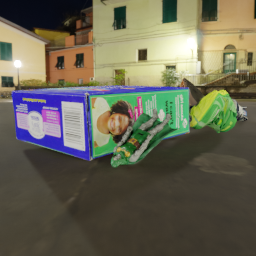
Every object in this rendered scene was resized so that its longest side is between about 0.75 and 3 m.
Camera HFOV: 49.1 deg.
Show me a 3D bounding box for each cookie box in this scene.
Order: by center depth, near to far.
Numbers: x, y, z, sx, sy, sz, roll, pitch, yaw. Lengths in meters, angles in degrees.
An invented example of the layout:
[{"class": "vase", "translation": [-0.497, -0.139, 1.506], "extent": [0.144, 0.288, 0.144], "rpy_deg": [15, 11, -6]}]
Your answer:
[{"class": "cookie box", "translation": [-0.433, -0.298, 5.432], "extent": [2.272, 0.998, 2.657], "rpy_deg": [9, 14, 43]}]

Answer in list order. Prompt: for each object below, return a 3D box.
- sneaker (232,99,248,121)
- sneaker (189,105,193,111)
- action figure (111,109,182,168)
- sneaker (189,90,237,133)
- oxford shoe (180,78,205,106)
[{"class": "sneaker", "translation": [3.765, -0.602, 9.614], "extent": [0.858, 0.554, 1.581], "rpy_deg": [3, -11, 7]}, {"class": "sneaker", "translation": [0.925, -0.426, 7.352], "extent": [1.878, 0.619, 0.736], "rpy_deg": [2, 11, -14]}, {"class": "action figure", "translation": [0.161, 0.158, 3.899], "extent": [0.686, 0.318, 1.162], "rpy_deg": [21, 48, 32]}, {"class": "sneaker", "translation": [2.157, -0.357, 6.696], "extent": [0.846, 0.955, 2.285], "rpy_deg": [-45, -14, 35]}, {"class": "oxford shoe", "translation": [1.917, -0.917, 9.258], "extent": [1.024, 1.023, 2.872], "rpy_deg": [39, 25, -5]}]
